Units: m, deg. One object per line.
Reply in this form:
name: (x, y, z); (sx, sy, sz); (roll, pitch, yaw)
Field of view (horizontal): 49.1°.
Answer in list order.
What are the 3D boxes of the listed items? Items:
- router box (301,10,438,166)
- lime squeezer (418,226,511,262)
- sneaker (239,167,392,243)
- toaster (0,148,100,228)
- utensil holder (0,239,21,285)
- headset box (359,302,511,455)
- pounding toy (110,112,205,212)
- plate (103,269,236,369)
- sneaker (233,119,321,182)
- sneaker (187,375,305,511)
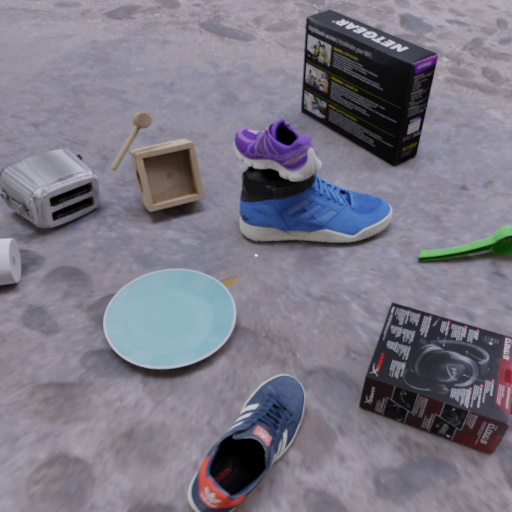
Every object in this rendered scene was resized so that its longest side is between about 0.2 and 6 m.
router box: (2.547, -4.103, 13.569); (0.884, 2.581, 3.461); (-28, 50, -26)
lime squeezer: (5.094, 0.114, 10.385); (3.789, 0.715, 1.338); (21, 46, 20)
sneaker: (1.222, -1.262, 11.043); (3.125, 1.738, 1.199); (-1, 37, -1)
toaster: (-4.193, -1.428, 11.743); (1.299, 1.142, 2.010); (36, 47, 28)
utensil holder: (-4.938, 0.143, 10.211); (1.052, 0.894, 0.894); (-6, 43, -10)
headset box: (2.856, 1.793, 8.413); (2.195, 0.847, 1.633); (16, 44, 16)
pounding toy: (-2.192, -2.011, 11.648); (1.746, 1.988, 0.909); (-16, 21, -16)
plate: (-1.462, 1.082, 9.617); (2.248, 0.287, 2.248); (0, 43, 0)
sneaker: (0.363, -2.086, 10.168); (0.891, 0.922, 2.210); (-32, 36, -25)
sneaker: (0.053, 2.416, 7.483); (0.879, 0.991, 2.346); (35, 51, 7)
